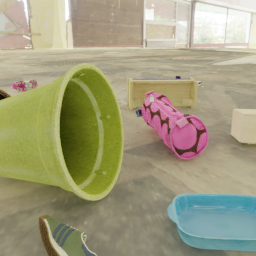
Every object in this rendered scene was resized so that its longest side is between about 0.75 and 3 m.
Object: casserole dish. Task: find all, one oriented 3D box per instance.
[{"bbox_3d":[1.666,1.593,4.746,1.998,0.388,1.210,0,20,2],"label":"casserole dish"}]

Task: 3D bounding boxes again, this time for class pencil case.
[{"bbox_3d":[1.231,-0.206,8.291,1.292,1.334,2.848,-20,23,-8],"label":"pencil case"}]

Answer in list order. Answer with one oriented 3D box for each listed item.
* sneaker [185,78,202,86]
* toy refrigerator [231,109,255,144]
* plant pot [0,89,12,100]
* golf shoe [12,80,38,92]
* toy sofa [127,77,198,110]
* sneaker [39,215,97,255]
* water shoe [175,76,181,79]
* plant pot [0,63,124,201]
[{"bbox_3d":[3.854,-2.748,16.613,1.187,0.475,0.437,-5,19,-18],"label":"sneaker"},{"bbox_3d":[4.643,-0.012,8.415,2.721,0.952,1.033,2,13,4],"label":"toy refrigerator"},{"bbox_3d":[-4.005,-0.252,7.785,2.054,2.054,2.034,-8,14,-21],"label":"plant pot"},{"bbox_3d":[-5.753,-2.304,15.382,0.733,0.603,1.602,-1,11,32],"label":"golf shoe"},{"bbox_3d":[1.432,-1.584,12.270,2.975,1.232,1.452,-1,21,-3],"label":"toy sofa"},{"bbox_3d":[-0.934,1.753,4.324,0.579,0.433,1.290,-3,19,-32],"label":"sneaker"},{"bbox_3d":[3.148,-3.028,17.459,0.368,0.406,1.029,-4,20,-10],"label":"water shoe"},{"bbox_3d":[-1.741,0.152,6.048,2.469,2.686,2.686,-4,17,22],"label":"plant pot"}]
